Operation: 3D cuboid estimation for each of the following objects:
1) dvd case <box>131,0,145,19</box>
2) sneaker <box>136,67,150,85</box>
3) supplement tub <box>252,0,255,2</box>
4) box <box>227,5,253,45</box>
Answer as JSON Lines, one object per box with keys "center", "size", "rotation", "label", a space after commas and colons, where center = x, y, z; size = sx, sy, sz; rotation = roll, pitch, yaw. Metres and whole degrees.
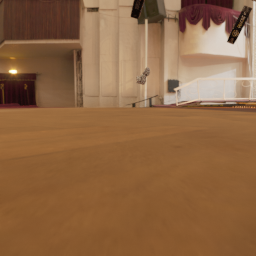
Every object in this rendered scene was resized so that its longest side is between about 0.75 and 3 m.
{"center": [0.420, -3.503, 5.978], "size": [0.268, 1.632, 2.171], "rotation": [13, 2, -4], "label": "dvd case"}
{"center": [0.613, -2.203, 11.827], "size": [0.302, 0.805, 0.462], "rotation": [28, -11, -40], "label": "sneaker"}
{"center": [1.947, -1.872, 3.409], "size": [0.940, 0.576, 0.576], "rotation": [-12, 9, -18], "label": "supplement tub"}
{"center": [3.192, -2.931, 8.087], "size": [0.269, 0.882, 1.094], "rotation": [25, 13, 11], "label": "box"}
